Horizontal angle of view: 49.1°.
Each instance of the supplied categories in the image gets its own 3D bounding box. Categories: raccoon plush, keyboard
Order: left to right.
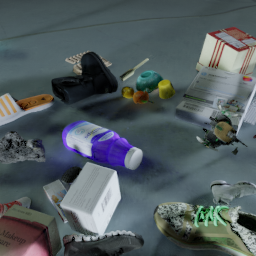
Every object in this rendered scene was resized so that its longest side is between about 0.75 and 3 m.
[{"bbox_3d":[-3.249,0.956,8.178,1.210,0.874,1.807,31,75,15],"label":"raccoon plush"},{"bbox_3d":[4.773,-0.629,10.594,0.501,0.095,1.781,24,43,28],"label":"keyboard"}]

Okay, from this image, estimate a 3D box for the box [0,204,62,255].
[{"bbox_3d":[-2.267,2.506,5.366,1.128,0.962,1.765,9,31,20],"label":"box"}]

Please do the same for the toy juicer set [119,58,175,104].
[{"bbox_3d":[0.582,-1.794,11.761,1.895,0.810,2.978,-25,38,-2],"label":"toy juicer set"}]

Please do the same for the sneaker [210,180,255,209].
[{"bbox_3d":[2.714,1.710,7.135,1.170,0.440,0.673,2,37,12],"label":"sneaker"}]

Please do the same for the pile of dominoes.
[{"bbox_3d":[-1.949,-3.146,13.773,1.486,0.303,1.906,36,44,15],"label":"pile of dominoes"}]

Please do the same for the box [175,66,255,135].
[{"bbox_3d":[3.347,-1.129,10.438,2.236,0.591,2.869,19,52,24],"label":"box"}]

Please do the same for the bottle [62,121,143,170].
[{"bbox_3d":[-0.767,0.508,8.218,2.545,0.831,1.063,20,37,34],"label":"bottle"}]

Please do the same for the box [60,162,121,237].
[{"bbox_3d":[-0.786,1.651,6.327,0.779,1.192,1.186,14,48,19],"label":"box"}]

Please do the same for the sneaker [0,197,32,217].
[{"bbox_3d":[-2.834,1.929,6.606,0.424,0.680,1.268,22,41,27],"label":"sneaker"}]

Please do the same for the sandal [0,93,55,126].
[{"bbox_3d":[-4.178,-0.951,10.397,2.917,0.836,1.117,-26,44,-31],"label":"sandal"}]

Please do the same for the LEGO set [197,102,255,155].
[{"bbox_3d":[3.301,0.079,8.935,2.535,0.718,1.646,4,79,-7],"label":"LEGO set"}]

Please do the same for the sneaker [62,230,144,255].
[{"bbox_3d":[-0.516,2.609,5.825,1.743,0.579,0.789,-2,43,-2],"label":"sneaker"}]

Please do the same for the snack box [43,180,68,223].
[{"bbox_3d":[-1.706,1.840,7.170,0.461,0.156,1.283,-22,41,-29],"label":"snack box"}]

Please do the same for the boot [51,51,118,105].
[{"bbox_3d":[-2.088,-2.170,11.741,2.399,1.090,2.855,-17,49,-27],"label":"boot"}]

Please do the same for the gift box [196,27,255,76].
[{"bbox_3d":[4.325,-2.821,11.967,2.008,2.032,2.176,-17,50,-23],"label":"gift box"}]

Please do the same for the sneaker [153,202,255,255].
[{"bbox_3d":[1.988,1.984,6.022,2.881,1.277,1.108,11,38,15],"label":"sneaker"}]

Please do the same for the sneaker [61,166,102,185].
[{"bbox_3d":[-1.120,1.434,7.476,1.483,0.649,0.562,-5,42,33],"label":"sneaker"}]
